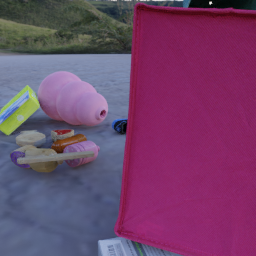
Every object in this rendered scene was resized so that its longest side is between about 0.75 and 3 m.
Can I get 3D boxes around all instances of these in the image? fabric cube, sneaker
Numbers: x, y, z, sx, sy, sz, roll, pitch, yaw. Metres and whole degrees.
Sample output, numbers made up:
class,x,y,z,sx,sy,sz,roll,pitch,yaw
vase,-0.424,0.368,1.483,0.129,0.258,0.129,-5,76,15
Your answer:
class,x,y,z,sx,sy,sz,roll,pitch,yaw
fabric cube,1.489,-0.022,3.674,2.581,2.532,2.573,10,15,17
sneaker,0.230,-0.110,7.984,1.358,0.476,0.529,-17,27,-27

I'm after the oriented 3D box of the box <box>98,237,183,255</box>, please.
class,x,y,z,sx,sy,sz,roll,pitch,yaw
box,0.551,1.555,2.952,1.552,0.320,1.210,-5,19,-16

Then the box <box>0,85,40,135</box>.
class,x,y,z,sx,sy,sz,roll,pitch,yaw
box,-3.226,-0.556,8.247,1.223,0.478,2.005,-44,27,-3

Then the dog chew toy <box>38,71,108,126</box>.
class,x,y,z,sx,sy,sz,roll,pitch,yaw
dog chew toy,-1.607,-0.806,8.540,2.507,1.561,1.561,24,29,36

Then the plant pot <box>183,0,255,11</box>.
class,x,y,z,sx,sy,sz,roll,pitch,yaw
plant pot,2.422,-3.562,7.748,1.960,1.960,1.573,-1,48,-3

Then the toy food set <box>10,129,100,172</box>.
class,x,y,z,sx,sy,sz,roll,pitch,yaw
toy food set,-1.583,0.477,6.242,1.833,0.454,2.884,-4,11,-14
